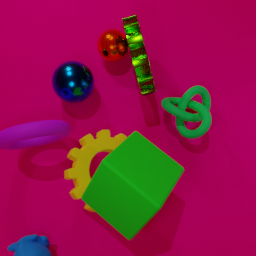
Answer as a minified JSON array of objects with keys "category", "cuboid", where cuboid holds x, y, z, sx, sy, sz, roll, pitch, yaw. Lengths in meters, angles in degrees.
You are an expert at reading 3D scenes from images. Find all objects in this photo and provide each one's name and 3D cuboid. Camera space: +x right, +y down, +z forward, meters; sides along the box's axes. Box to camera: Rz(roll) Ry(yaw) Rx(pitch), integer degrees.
[{"category":"gear","cuboid":[0.309,-1.853,7.314,0.371,2.008,2.008,-14,78,6]},{"category":"ball","cuboid":[-0.427,-2.355,8.014,0.917,0.917,0.917,0,78,0]},{"category":"cube","cuboid":[0.103,1.208,6.077,1.396,1.396,1.396,38,38,9]},{"category":"gear","cuboid":[-0.541,1.087,7.061,2.030,0.375,2.030,8,73,-26]},{"category":"knot shape","cuboid":[1.674,-0.375,7.465,1.448,0.669,1.355,-10,68,-9]},{"category":"ball","cuboid":[-1.493,-1.253,7.651,1.147,1.147,1.147,0,78,0]},{"category":"ring","cuboid":[-2.342,0.188,6.989,1.831,1.831,0.366,-13,83,-3]},{"category":"monkey head","cuboid":[-2.355,3.050,6.558,1.095,1.523,0.918,-21,55,22]}]
